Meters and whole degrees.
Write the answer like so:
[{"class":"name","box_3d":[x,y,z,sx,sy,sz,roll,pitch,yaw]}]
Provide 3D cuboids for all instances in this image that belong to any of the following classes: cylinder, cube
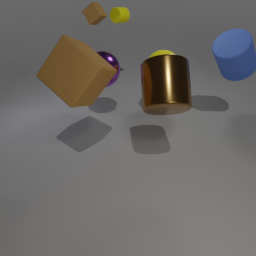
[{"class":"cylinder","box_3d":[-0.393,-5.396,13.393,0.700,0.700,0.700,23,31,31]},{"class":"cylinder","box_3d":[1.085,-1.186,8.035,1.400,1.400,1.400,-2,-10,0]},{"class":"cube","box_3d":[-1.432,-1.581,8.086,1.400,1.400,1.400,42,16,8]},{"class":"cube","box_3d":[-1.516,-5.207,12.765,0.700,0.700,0.700,-30,6,26]},{"class":"cylinder","box_3d":[4.039,-2.731,10.560,1.400,1.400,1.400,-17,54,24]}]

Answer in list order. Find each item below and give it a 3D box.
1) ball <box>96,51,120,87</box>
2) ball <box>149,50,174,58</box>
[{"class":"ball","box_3d":[-1.001,-2.298,11.003,1.400,1.400,1.400,0,33,0]},{"class":"ball","box_3d":[1.389,-2.371,11.118,1.400,1.400,1.400,0,33,0]}]
